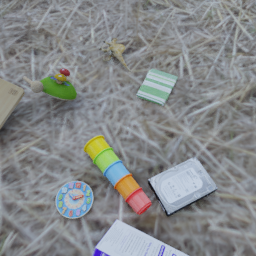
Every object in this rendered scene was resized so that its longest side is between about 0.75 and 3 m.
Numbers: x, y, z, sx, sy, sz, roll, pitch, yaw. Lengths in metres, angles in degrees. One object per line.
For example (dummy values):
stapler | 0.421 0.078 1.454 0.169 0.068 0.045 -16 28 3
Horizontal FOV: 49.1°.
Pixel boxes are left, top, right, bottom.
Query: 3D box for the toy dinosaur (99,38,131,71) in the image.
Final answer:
toy dinosaur | -0.592 -3.246 11.894 1.068 0.615 2.113 -15 58 -11

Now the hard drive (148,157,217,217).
hard drive | 1.701 1.799 8.793 1.806 0.342 1.261 -22 60 -15

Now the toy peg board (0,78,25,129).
toy peg board | -5.555 -0.609 9.999 2.686 1.319 2.697 25 61 -3

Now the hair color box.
hair color box | 0.522 3.497 6.969 2.656 0.861 1.452 21 15 15

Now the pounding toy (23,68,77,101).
pounding toy | -2.651 -1.737 10.186 1.875 0.870 1.447 7 26 -38

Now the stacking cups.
stacking cups | -0.347 1.500 8.812 0.830 0.830 2.745 -31 67 -18

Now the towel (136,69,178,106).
towel | 1.153 -1.649 11.119 1.212 0.186 1.589 21 58 13

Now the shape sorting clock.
shape sorting clock | -1.643 2.179 8.597 1.163 0.228 1.163 -1 57 1
